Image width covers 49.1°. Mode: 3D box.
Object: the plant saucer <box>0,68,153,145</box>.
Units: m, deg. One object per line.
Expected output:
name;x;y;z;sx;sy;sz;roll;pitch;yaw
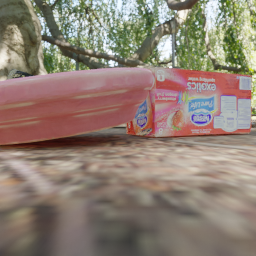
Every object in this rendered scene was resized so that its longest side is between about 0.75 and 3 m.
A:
plant saucer;-0.808;-0.247;3.300;2.267;0.575;2.267;-9;7;1

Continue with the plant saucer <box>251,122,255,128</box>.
plant saucer;4.030;-0.094;8.555;0.978;0.157;0.978;1;3;0

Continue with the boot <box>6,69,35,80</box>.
boot;-3.372;-0.985;9.317;1.493;1.983;0.725;7;-21;5

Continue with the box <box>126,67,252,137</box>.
box;1.019;-0.383;4.651;1.973;1.012;0.934;-2;3;-27
